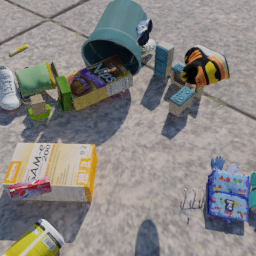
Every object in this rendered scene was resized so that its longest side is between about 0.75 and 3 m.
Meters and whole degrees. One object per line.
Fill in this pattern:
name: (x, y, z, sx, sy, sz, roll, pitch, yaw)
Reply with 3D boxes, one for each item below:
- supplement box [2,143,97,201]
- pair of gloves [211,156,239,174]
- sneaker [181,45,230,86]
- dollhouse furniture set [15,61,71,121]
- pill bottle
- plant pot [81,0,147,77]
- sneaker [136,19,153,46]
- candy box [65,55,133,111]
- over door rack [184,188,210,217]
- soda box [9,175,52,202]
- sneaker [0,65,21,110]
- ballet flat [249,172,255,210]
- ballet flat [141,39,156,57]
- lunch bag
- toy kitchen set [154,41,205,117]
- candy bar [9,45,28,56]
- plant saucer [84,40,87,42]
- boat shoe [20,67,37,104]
supplement box: (-2.551, 1.485, 9.616, 2.784, 1.024, 1.755, 1, 49, 1)
pair of gloves: (3.528, 1.462, 10.254, 1.057, 0.120, 0.850, 23, 51, 17)
sneaker: (1.951, -1.803, 8.258, 1.094, 0.850, 2.431, -23, 24, -2)
dollhouse furniture set: (-3.700, -1.975, 11.900, 1.814, 1.390, 2.769, -18, 66, -18)
pill bottle: (-2.800, 3.582, 7.826, 1.052, 1.052, 1.871, 32, 56, 24)
plant pot: (-0.415, -4.193, 12.906, 2.769, 2.769, 2.712, 12, 67, 10)
sneaker: (0.396, -2.653, 7.863, 0.381, 0.375, 0.989, 6, 55, 25)
candy box: (-1.379, -2.090, 12.626, 2.820, 0.796, 1.646, -25, 54, -12)
over door rack: (2.248, 2.486, 9.289, 0.699, 0.315, 0.946, -3, 64, -2)
soda box: (-2.759, 1.720, 7.958, 1.099, 0.385, 0.348, -13, 26, -17)
sneaker: (-5.387, -1.794, 12.312, 0.916, 1.218, 2.446, -18, 53, -16)
ballet flat: (4.417, 2.143, 9.456, 0.534, 0.534, 1.489, 15, 51, 13)
ballet flat: (0.599, -3.964, 14.418, 2.188, 0.760, 0.760, -25, 54, -15)
lunch bag: (3.277, 2.323, 9.234, 1.212, 0.757, 1.610, 10, 62, 5)
toy kitchen set: (1.864, -2.211, 12.391, 2.754, 1.622, 2.206, 36, 58, 27)
candy bar: (-5.878, -4.203, 15.075, 0.295, 0.131, 1.183, 31, 56, 28)
plant saucer: (-1.340, -4.204, 14.899, 1.663, 0.398, 1.661, -15, 51, -13)
boat shoe: (-4.614, -1.981, 12.851, 0.748, 0.620, 2.083, -8, 50, -6)
